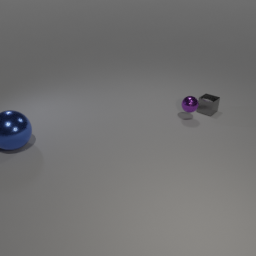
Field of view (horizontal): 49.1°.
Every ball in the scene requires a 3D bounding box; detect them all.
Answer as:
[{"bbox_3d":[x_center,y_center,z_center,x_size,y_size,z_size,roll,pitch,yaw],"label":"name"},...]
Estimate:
[{"bbox_3d":[2.572,-0.982,11.616,0.700,0.700,0.700,0,30,0],"label":"ball"},{"bbox_3d":[-4.093,0.079,9.791,1.400,1.400,1.400,0,30,0],"label":"ball"}]

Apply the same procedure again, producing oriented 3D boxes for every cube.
[{"bbox_3d":[3.571,-1.038,12.447,0.700,0.700,0.700,23,36,34],"label":"cube"}]
